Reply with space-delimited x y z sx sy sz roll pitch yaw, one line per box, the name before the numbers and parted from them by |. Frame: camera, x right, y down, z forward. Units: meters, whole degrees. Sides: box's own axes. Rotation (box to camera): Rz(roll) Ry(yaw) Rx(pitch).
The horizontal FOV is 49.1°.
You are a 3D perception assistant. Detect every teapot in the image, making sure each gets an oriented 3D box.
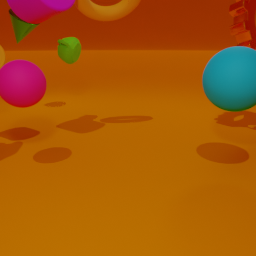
teapot | -1.604 -2.089 7.532 0.562 0.714 1.149 19 -6 9

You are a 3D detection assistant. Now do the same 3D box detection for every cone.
cone | -3.439 -3.134 8.998 0.964 0.967 0.964 23 31 -15

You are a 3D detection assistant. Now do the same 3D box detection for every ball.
ball | 1.908 -0.858 4.974 1.141 1.141 1.141 0 17 0
ball | -1.845 -0.765 4.874 0.823 0.823 0.823 0 17 0

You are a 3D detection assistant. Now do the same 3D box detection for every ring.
ring | -0.444 -3.152 6.279 1.725 1.725 0.345 -5 60 -15

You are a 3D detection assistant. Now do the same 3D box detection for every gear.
gear | 3.293 -2.524 7.056 2.040 2.040 0.377 -14 5 -37

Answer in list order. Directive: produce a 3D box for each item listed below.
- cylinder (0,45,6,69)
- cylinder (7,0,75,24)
cylinder | -3.170 -1.432 6.094 0.820 0.820 0.820 -13 -6 -37
cylinder | -1.785 -2.808 5.749 1.054 1.054 1.054 0 13 43
